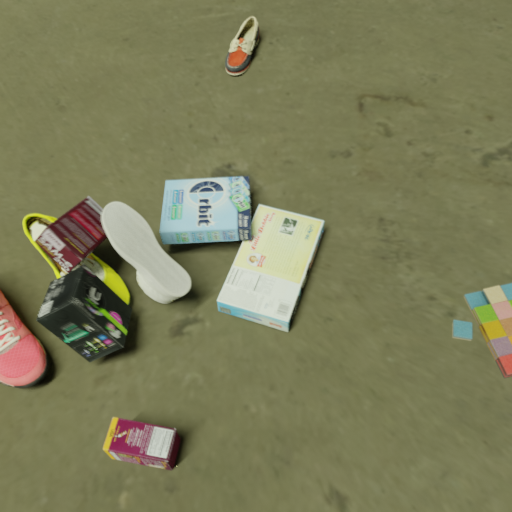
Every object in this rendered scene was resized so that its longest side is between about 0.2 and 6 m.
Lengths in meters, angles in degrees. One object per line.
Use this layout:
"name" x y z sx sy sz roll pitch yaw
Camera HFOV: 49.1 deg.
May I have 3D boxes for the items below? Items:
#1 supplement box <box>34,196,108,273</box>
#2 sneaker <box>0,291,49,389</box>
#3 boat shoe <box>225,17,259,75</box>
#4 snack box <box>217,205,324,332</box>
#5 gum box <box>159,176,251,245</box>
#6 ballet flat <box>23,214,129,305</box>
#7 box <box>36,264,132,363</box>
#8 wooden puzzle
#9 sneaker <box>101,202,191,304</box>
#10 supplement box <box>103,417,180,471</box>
"supplement box" -3.292 -0.425 10.420 0.840 0.470 1.544 45 28 -10
"sneaker" -4.796 1.240 10.031 1.024 1.205 2.777 -37 65 -21
"boat shoe" -0.352 -5.512 14.730 0.662 0.582 1.861 17 60 9
"snack box" 0.332 0.168 11.137 1.441 0.460 2.481 16 59 12
"gum box" -1.007 -0.951 11.493 1.791 0.399 1.521 -4 49 1
"ballet flat" -3.597 0.124 10.829 0.936 0.939 2.803 -45 69 -8
"box" -2.973 1.028 9.838 0.826 1.329 0.987 -26 36 19
"wooden puzzle" 5.145 1.290 10.588 2.948 0.207 1.748 -11 58 -7
"sneaker" -2.201 0.047 10.551 0.788 1.236 2.139 -40 92 -27
"supplement box" -1.850 3.075 9.154 1.075 0.704 0.555 9 58 5
